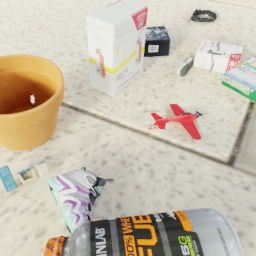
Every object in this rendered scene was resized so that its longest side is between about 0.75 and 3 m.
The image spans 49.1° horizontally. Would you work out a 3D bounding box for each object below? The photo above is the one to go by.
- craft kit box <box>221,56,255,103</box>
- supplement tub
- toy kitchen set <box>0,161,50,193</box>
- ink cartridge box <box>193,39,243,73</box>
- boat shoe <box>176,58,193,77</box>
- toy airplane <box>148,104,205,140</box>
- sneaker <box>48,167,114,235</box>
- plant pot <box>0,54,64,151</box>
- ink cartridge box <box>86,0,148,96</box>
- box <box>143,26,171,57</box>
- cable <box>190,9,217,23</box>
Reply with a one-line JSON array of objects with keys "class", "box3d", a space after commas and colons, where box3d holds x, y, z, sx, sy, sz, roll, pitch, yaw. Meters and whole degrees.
[{"class": "craft kit box", "box3d": [4.803, -1.574, 9.487, 2.273, 0.558, 2.302, -31, 51, -25]}, {"class": "supplement tub", "box3d": [0.210, 2.307, 4.471, 2.878, 1.764, 1.764, -5, 44, -7]}, {"class": "toy kitchen set", "box3d": [-2.399, 0.994, 6.411, 1.017, 0.815, 0.599, -24, 89, -23]}, {"class": "ink cartridge box", "box3d": [3.385, -2.677, 10.521, 1.560, 0.647, 1.145, 17, 47, 16]}, {"class": "boat shoe", "box3d": [2.017, -2.252, 10.242, 0.416, 0.478, 1.298, 16, 42, 25]}, {"class": "toy airplane", "box3d": [1.403, -0.263, 8.227, 1.747, 0.321, 1.747, 0, 42, 0]}, {"class": "sneaker", "box3d": [-0.828, 1.513, 6.050, 1.328, 0.738, 1.899, -22, 48, -21]}, {"class": "plant pot", "box3d": [-2.867, -0.554, 7.423, 2.455, 1.718, 2.455, 3, 46, -3]}, {"class": "ink cartridge box", "box3d": [-0.323, -2.570, 9.086, 1.043, 2.500, 1.814, 28, 50, 22]}, {"class": "box", "box3d": [0.903, -3.517, 11.355, 1.395, 0.726, 1.270, -4, 42, -5]}, {"class": "cable", "box3d": [3.680, -5.402, 13.678, 1.179, 0.367, 1.445, 23, 46, 16]}]
